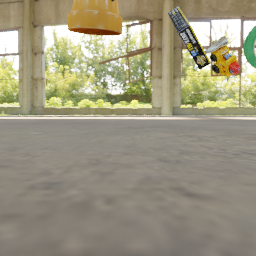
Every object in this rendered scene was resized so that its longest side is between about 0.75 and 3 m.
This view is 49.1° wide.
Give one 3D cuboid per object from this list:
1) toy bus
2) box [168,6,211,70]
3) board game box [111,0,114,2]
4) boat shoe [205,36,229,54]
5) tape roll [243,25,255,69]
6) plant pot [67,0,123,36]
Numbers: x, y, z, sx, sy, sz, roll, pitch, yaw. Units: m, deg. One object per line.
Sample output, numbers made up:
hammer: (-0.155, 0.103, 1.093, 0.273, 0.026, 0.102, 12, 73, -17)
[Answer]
toy bus: (3.787, -2.523, 10.671, 0.785, 1.156, 1.110, -36, 41, -8)
box: (2.113, -3.145, 9.729, 0.498, 1.611, 2.018, -28, 34, 18)
board game box: (-0.779, -3.172, 5.464, 0.288, 1.381, 2.042, -39, 13, 16)
boat shoe: (3.182, -3.032, 10.231, 0.996, 0.341, 0.372, -30, 15, -11)
tape roll: (3.779, -2.159, 7.354, 1.366, 1.366, 0.328, 0, 19, 7)
plant pot: (-1.023, -3.912, 8.966, 1.784, 1.633, 1.784, 4, 12, -1)
